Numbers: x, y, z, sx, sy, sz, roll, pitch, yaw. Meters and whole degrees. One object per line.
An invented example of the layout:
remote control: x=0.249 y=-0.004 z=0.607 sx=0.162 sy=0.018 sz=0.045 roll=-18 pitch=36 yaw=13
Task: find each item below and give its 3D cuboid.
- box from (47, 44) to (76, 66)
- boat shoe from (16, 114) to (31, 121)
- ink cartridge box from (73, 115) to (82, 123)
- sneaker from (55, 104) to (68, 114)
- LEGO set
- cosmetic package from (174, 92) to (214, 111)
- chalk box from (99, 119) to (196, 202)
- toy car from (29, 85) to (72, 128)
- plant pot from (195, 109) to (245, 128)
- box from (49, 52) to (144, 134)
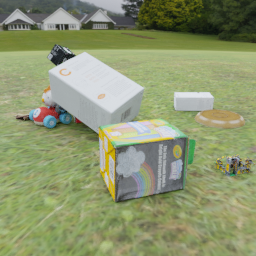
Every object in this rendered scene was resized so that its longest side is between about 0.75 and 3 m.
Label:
box: x=-2.819 y=-3.045 z=11.927 sx=0.600 sy=0.717 sz=0.965 roll=43 pitch=18 yaw=9
boat shoe: x=-4.239 y=-0.411 z=11.575 sx=0.769 sy=0.277 sz=0.277 roll=7 pitch=50 yaw=-7
ink cartridge box: x=-1.212 y=-0.833 z=11.693 sx=2.138 sy=0.896 sz=1.877 roll=-5 pitch=22 yaw=-14
sneaker: x=-2.413 y=-1.045 z=11.230 sx=0.532 sy=0.476 sz=1.299 roll=1 pitch=49 yaw=17
LEGO set: x=2.839 y=0.876 z=7.481 sx=0.953 sy=0.552 sz=0.733 roll=-2 pitch=20 yaw=-7
cosmetic package: x=3.043 y=-1.248 z=13.156 sx=1.705 sy=0.692 sz=0.962 roll=1 pitch=22 yaw=1
chalk box: x=0.555 y=0.663 z=6.829 sx=2.272 sy=1.414 sz=1.407 roll=-6 pitch=21 yaw=-19
toy car: x=-3.133 y=-0.956 z=11.108 sx=1.417 sy=1.538 sz=1.360 roll=18 pitch=27 yaw=42
plant pot: x=3.781 y=-0.436 z=11.549 sx=1.998 sy=0.275 sz=1.998 roll=0 pitch=19 yaw=0
box: x=-1.153 y=-1.209 z=9.997 sx=2.864 sy=1.396 sz=1.781 roll=35 pitch=52 yaw=20
